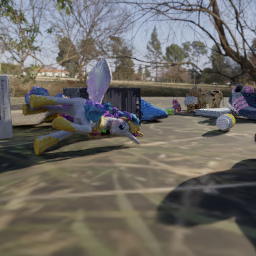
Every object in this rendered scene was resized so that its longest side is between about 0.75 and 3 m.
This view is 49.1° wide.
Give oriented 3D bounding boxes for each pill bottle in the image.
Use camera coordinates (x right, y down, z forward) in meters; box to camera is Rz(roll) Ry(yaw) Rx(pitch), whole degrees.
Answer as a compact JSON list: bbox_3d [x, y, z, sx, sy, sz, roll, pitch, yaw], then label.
[{"bbox_3d":[2.743,-0.157,7.886,0.444,0.444,0.793,4,9,28],"label":"pill bottle"}]

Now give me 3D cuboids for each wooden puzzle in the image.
[{"bbox_3d":[-3.583,-0.416,9.573,2.624,0.528,2.837,-3,13,6],"label":"wooden puzzle"}]

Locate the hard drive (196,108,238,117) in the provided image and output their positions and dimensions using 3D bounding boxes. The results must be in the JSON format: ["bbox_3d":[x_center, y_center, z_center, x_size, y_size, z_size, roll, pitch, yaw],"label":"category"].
[{"bbox_3d":[4.301,-0.721,12.766,2.034,0.271,1.341,-4,9,-34],"label":"hard drive"}]

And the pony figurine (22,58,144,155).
[{"bbox_3d":[-0.963,-0.347,5.892,2.218,1.847,2.141,-2,40,-33],"label":"pony figurine"}]

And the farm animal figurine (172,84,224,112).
[{"bbox_3d":[3.798,-1.643,15.155,2.326,1.449,2.881,5,9,32],"label":"farm animal figurine"}]

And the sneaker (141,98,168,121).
[{"bbox_3d":[0.410,-0.809,10.866,2.525,0.990,0.832,8,9,39],"label":"sneaker"}]

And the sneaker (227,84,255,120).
[{"bbox_3d":[4.888,-1.076,11.338,0.979,1.145,2.791,3,18,-10],"label":"sneaker"}]

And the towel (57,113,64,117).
[{"bbox_3d":[-2.220,-0.637,11.802,2.226,0.376,2.330,-5,9,-37],"label":"towel"}]

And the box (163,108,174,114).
[{"bbox_3d":[1.962,-0.822,13.657,0.589,0.230,0.966,1,8,10],"label":"box"}]

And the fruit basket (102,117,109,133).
[{"bbox_3d":[-0.550,-0.093,7.460,1.238,0.580,1.147,13,-4,-32],"label":"fruit basket"}]

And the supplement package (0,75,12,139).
[{"bbox_3d":[-4.072,-0.407,5.895,1.522,1.466,2.676,7,11,43],"label":"supplement package"}]

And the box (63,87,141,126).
[{"bbox_3d":[-0.895,-0.697,9.040,1.993,1.256,2.027,-6,9,-25],"label":"box"}]

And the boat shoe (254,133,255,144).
[{"bbox_3d":[2.454,0.208,3.827,0.724,0.874,2.434,-4,3,8],"label":"boat shoe"}]
